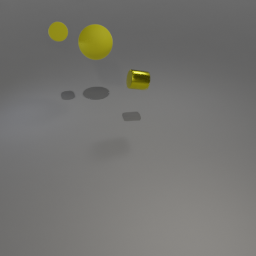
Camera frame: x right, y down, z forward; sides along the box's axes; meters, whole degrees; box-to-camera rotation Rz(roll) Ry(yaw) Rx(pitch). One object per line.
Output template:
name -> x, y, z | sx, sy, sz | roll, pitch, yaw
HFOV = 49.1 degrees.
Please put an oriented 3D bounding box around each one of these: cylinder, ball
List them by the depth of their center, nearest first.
cylinder -> 0.373, -1.763, 10.296 | 0.700, 0.700, 0.700 | 4, 31, -19
cylinder -> -2.687, -3.689, 10.751 | 0.700, 0.700, 0.700 | -9, 19, -14
ball -> -1.332, -3.517, 11.508 | 1.400, 1.400, 1.400 | 0, 33, 0
